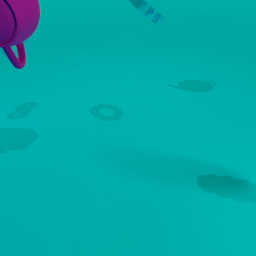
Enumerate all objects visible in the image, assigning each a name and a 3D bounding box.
[{"bbox_3d":[0.260,-2.455,5.563,1.053,0.195,1.053,35,22,-16],"label":"gear"},{"bbox_3d":[-2.406,-2.148,6.251,0.527,1.140,1.067,19,29,4],"label":"knot shape"},{"bbox_3d":[-2.029,-1.806,4.105,1.287,2.069,1.013,-9,42,10],"label":"teapot"}]
